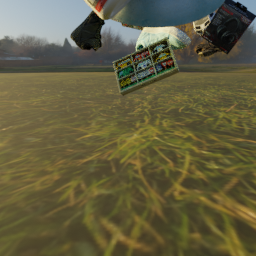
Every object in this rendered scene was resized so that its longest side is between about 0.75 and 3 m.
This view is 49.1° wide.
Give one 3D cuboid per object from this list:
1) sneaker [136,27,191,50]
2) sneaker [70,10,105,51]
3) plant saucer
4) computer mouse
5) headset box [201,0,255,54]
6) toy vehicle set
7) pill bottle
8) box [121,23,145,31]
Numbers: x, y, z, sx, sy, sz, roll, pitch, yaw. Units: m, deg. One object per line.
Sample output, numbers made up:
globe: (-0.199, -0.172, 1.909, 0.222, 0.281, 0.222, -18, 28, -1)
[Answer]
sneaker: (1.153, -2.883, 9.870, 0.997, 1.105, 2.698, 27, 4, -29)
sneaker: (-0.761, -2.433, 6.945, 1.331, 0.762, 0.509, -40, -3, 19)
plant saucer: (0.510, -2.931, 5.265, 2.783, 0.536, 2.783, -2, 54, 2)
computer mouse: (3.042, -4.165, 10.866, 0.586, 2.673, 1.466, -22, 9, -34)
headset box: (3.368, -3.440, 9.334, 1.138, 1.529, 0.591, 38, 53, 7)
toy vehicle set: (0.418, -1.525, 6.992, 1.541, 0.958, 0.204, -21, -24, 17)
pill bottle: (-0.624, -2.596, 4.003, 1.073, 1.852, 1.073, -44, 11, 11)
box: (0.228, -4.508, 10.519, 1.475, 0.465, 2.681, 17, -4, 13)
